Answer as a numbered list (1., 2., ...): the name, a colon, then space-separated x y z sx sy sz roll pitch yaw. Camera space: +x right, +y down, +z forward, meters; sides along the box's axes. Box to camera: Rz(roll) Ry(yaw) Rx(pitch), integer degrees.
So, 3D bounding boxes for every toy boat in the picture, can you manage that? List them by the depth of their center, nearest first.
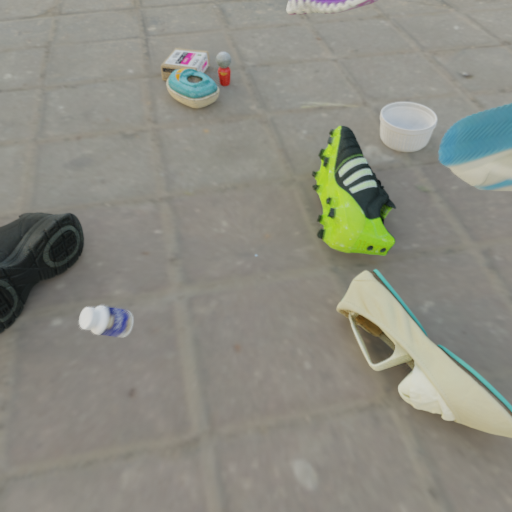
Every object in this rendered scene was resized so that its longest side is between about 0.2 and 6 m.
1. toy boat: -1.239 -4.088 12.867 1.674 0.778 1.407 -34 53 -30

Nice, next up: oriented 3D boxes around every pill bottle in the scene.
1. pill bottle: -1.701 0.739 6.348 0.538 0.322 0.322 17 26 -47

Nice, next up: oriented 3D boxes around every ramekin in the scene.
1. ramekin: 3.081 -2.622 11.500 1.129 0.593 1.129 0 44 0

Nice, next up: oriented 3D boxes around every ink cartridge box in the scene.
1. ink cartridge box: -1.724 -4.660 13.721 0.894 0.407 1.085 9 44 10

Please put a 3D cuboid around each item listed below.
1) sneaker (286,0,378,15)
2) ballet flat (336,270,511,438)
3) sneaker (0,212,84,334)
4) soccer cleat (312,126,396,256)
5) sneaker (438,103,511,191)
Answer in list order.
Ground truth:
1. sneaker: 1.240 -4.631 9.467 0.854 0.939 2.124 -24 31 -28
2. ballet flat: 2.043 1.376 7.308 1.008 1.008 2.902 -20 46 -20
3. sneaker: -3.926 0.257 8.401 1.289 1.079 2.840 13 38 26
4. soccer cleat: 1.714 -1.155 9.841 1.275 1.062 3.145 16 44 -11
5. sneaker: 3.001 -1.124 5.658 2.151 0.869 0.823 4 71 53
